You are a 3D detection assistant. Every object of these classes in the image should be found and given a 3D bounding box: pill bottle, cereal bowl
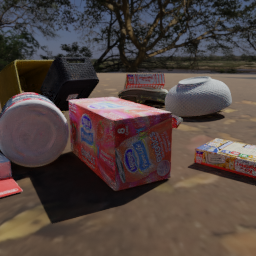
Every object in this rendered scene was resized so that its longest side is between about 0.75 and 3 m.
[{"bbox_3d":[-2.413,-0.114,6.977,1.485,1.485,2.484,-6,15,-22],"label":"pill bottle"},{"bbox_3d":[2.957,-1.507,12.126,2.853,1.188,2.853,-10,19,3],"label":"cereal bowl"}]

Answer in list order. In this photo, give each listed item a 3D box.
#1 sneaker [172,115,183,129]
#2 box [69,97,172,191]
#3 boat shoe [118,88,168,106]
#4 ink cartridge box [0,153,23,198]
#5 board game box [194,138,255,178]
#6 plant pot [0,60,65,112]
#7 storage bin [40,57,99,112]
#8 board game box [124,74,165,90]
[{"bbox_3d":[1.194,-0.164,8.351,0.398,0.439,1.034,28,-8,-20],"label":"sneaker"},{"bbox_3d":[-0.312,0.139,6.185,1.272,1.379,2.687,-7,16,-27],"label":"box"},{"bbox_3d":[0.758,-1.455,13.701,2.518,0.753,0.900,-1,-18,-10],"label":"boat shoe"},{"bbox_3d":[-3.002,0.937,5.012,1.757,0.393,1.548,-11,16,-36],"label":"ink cartridge box"},{"bbox_3d":[2.456,0.635,6.275,1.546,0.358,1.171,12,18,40],"label":"board game box"},{"bbox_3d":[-4.260,-1.587,11.888,1.985,2.251,2.251,-3,10,32],"label":"plant pot"},{"bbox_3d":[-1.825,-1.293,8.618,1.209,0.838,1.788,-12,-21,-38],"label":"storage bin"},{"bbox_3d":[0.729,-2.004,14.277,1.844,0.564,2.435,-2,-15,-5],"label":"board game box"}]
